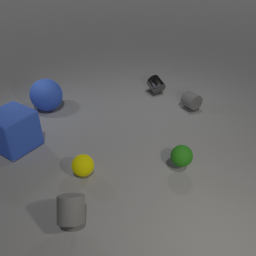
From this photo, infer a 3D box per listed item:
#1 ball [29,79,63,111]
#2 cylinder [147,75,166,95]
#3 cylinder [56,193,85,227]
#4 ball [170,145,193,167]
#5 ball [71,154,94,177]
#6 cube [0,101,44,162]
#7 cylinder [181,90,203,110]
[{"bbox_3d":[-3.588,-1.454,12.298,1.400,1.400,1.400,0,33,0],"label":"ball"},{"bbox_3d":[1.379,-2.130,13.768,0.700,0.700,0.700,-18,59,-25],"label":"cylinder"},{"bbox_3d":[-1.426,2.032,6.999,0.700,0.700,0.700,-1,-3,0],"label":"cylinder"},{"bbox_3d":[1.697,0.881,8.849,0.700,0.700,0.700,0,33,0],"label":"ball"},{"bbox_3d":[-1.419,1.173,8.796,0.700,0.700,0.700,0,33,0],"label":"ball"},{"bbox_3d":[-4.068,0.074,9.930,1.400,1.400,1.400,21,38,28],"label":"cube"},{"bbox_3d":[2.825,-1.231,12.462,0.700,0.700,0.700,-17,34,-24],"label":"cylinder"}]
